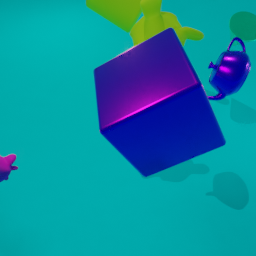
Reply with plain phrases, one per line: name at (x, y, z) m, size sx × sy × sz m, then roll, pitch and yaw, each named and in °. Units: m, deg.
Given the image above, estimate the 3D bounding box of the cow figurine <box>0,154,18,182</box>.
cow figurine at (-2.287, 0.303, 4.182) m, size 0.660 × 1.183 × 1.202 m, roll -44°, pitch 49°, yaw 15°

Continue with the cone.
cone at (3.249, -2.686, 8.235) m, size 0.987 × 0.990 × 0.987 m, roll 1°, pitch 73°, yaw -4°

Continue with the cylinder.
cylinder at (-0.213, -3.548, 7.574) m, size 1.381 × 1.381 × 1.381 m, roll 30°, pitch 50°, yaw -7°

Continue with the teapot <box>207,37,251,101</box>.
teapot at (2.060, -1.155, 5.952) m, size 0.769 × 1.570 × 0.976 m, roll 22°, pitch 7°, yaw 3°

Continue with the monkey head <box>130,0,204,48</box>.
monkey head at (0.655, -2.103, 6.150) m, size 1.881 × 1.353 × 1.133 m, roll -19°, pitch 72°, yaw 2°

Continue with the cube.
cube at (0.368, -0.280, 3.517) m, size 1.144 × 1.144 × 1.144 m, roll -25°, pitch 46°, yaw 15°
